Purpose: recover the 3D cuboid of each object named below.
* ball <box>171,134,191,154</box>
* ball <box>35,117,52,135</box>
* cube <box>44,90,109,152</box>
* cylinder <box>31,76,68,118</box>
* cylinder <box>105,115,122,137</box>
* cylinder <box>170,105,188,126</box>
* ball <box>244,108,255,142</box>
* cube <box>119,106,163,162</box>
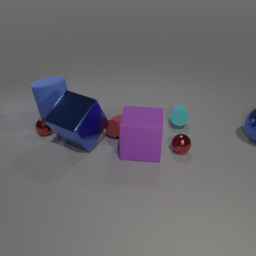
[{"bbox_3d":[1.873,0.549,9.842,0.700,0.700,0.700,0,31,0],"label":"ball"},{"bbox_3d":[-3.246,-0.061,10.885,0.700,0.700,0.700,0,31,0],"label":"ball"},{"bbox_3d":[-1.774,-0.247,9.902,1.400,1.400,1.400,19,66,26],"label":"cube"},{"bbox_3d":[-3.180,-1.299,11.770,1.400,1.400,1.400,-8,26,4],"label":"cylinder"},{"bbox_3d":[-0.420,-0.088,10.772,0.700,0.700,0.700,14,23,21],"label":"cylinder"},{"bbox_3d":[2.081,-0.504,11.337,0.700,0.700,0.700,6,18,11],"label":"cylinder"},{"bbox_3d":[5.011,-0.100,10.270,1.400,1.400,1.400,0,31,0],"label":"ball"},{"bbox_3d":[0.475,0.184,9.750,1.400,1.400,1.400,4,32,6],"label":"cube"}]
